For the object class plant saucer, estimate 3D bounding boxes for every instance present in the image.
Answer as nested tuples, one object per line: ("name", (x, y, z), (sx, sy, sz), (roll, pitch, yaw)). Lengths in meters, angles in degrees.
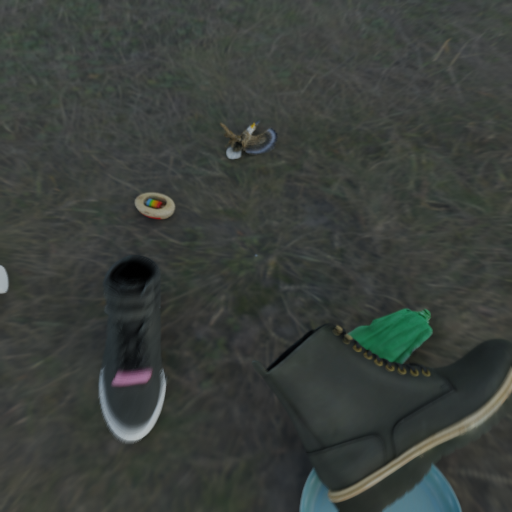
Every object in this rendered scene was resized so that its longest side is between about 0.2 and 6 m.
("plant saucer", (1.595, 3.413, 7.212), (2.079, 0.285, 2.079), (0, 51, -1))

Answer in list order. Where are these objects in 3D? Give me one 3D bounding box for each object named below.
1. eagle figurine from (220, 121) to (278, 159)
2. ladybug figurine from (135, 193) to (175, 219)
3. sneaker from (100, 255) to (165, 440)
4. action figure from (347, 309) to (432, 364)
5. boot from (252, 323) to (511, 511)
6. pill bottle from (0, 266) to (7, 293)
("eagle figurine", (-0.151, -2.516, 11.916), (1.053, 0.794, 0.799), (-13, 90, -48))
("ladybug figurine", (-1.945, -0.934, 10.751), (0.821, 0.295, 0.557), (19, 53, 15))
("sneaker", (-1.888, 1.199, 8.312), (0.981, 1.377, 2.776), (-2, 53, -4))
("action figure", (2.121, 1.329, 8.765), (1.878, 0.514, 1.109), (-27, 55, -29))
("boot", (1.851, 1.482, 7.397), (3.338, 1.293, 2.309), (-32, 85, -20))
("pill bottle", (-4.781, 0.462, 9.443), (0.986, 0.558, 0.558), (-7, 51, -6))
